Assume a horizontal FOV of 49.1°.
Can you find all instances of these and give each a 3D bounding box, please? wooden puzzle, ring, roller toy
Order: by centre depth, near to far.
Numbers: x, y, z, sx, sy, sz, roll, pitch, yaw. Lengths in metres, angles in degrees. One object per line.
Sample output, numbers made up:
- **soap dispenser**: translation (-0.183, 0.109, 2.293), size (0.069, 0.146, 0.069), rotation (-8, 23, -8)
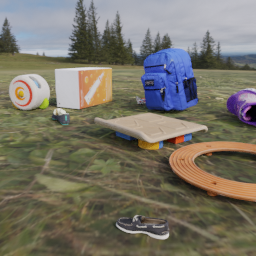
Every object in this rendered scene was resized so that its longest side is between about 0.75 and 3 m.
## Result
- **ring**: translation (2.381, 0.861, 5.942), size (3.004, 0.288, 3.004), rotation (-1, 15, 0)
- **wooden puzzle**: translation (0.659, 0.068, 8.436), size (2.610, 0.604, 2.418), rotation (-6, 16, -38)
- **roller toy**: translation (-4.535, -1.626, 12.767), size (1.726, 1.575, 1.206), rotation (6, 16, 20)

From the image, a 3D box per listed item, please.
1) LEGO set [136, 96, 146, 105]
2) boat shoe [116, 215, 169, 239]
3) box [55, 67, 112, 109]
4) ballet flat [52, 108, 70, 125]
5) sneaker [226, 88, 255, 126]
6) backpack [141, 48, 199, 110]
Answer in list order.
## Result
- **LEGO set**: translation (1.423, -1.464, 14.334), size (1.543, 0.507, 2.066), rotation (5, 17, 29)
- **boat shoe**: translation (0.203, 1.376, 4.027), size (0.790, 0.238, 0.292), rotation (7, 16, 23)
- **box**: translation (-2.118, -2.082, 14.043), size (1.409, 1.798, 2.891), rotation (8, 17, 28)
- **ballet flat**: translation (-2.549, -0.490, 10.631), size (0.518, 0.518, 1.418), rotation (-9, 17, -29)
- **sneaker**: translation (4.485, -0.689, 10.246), size (1.314, 1.195, 2.972), rotation (-12, 19, -16)
- **backpack**: translation (1.733, -2.095, 12.161), size (2.156, 2.569, 2.088), rotation (-22, 19, -41)
